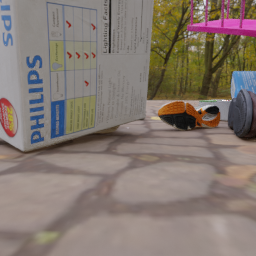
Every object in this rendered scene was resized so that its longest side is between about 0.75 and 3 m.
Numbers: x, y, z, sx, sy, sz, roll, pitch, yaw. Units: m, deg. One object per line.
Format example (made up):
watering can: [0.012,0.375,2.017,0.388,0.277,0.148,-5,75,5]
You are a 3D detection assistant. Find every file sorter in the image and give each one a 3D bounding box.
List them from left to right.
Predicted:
file sorter: [3.041,-3.368,7.343,1.708,1.541,2.457,-19,29,-27]

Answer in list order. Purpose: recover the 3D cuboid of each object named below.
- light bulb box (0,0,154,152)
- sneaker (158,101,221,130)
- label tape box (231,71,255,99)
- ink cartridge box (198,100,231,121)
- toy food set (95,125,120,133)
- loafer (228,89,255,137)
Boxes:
light bulb box: [-1.145,-1.487,5.245,1.859,2.952,2.979,17,23,38]
sneaker: [1.465,-0.272,7.291,1.913,0.724,0.880,5,-4,-31]
label tape box: [4.474,-0.894,8.128,2.652,0.877,1.900,4,38,12]
ink cartridge box: [3.307,-0.656,10.003,1.185,0.684,1.622,4,8,29]
toy food set: [-1.293,-0.276,6.921,2.134,0.645,1.531,-2,7,-13]
loafer: [2.782,-0.319,6.195,0.873,0.996,2.771,6,5,14]
